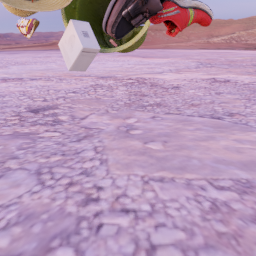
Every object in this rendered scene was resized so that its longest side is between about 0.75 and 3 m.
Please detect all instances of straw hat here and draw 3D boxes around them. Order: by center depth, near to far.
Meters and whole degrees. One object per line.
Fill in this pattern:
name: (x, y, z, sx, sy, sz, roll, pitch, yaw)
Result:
straw hat: (-2.716, -3.509, 7.309, 2.474, 2.474, 1.047, -11, -22, -30)

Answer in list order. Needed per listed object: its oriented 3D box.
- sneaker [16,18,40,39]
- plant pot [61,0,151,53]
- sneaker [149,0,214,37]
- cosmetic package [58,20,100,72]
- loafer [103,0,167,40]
sneaker: (-3.465, -3.473, 9.516, 0.642, 0.534, 1.424, 34, -16, -25)
plant pot: (-0.344, -3.697, 9.442, 2.883, 2.883, 2.738, 4, 4, 12)
sneaker: (1.270, -2.715, 6.929, 2.185, 0.928, 0.841, -4, 24, -40)
cosmetic package: (-1.359, -2.234, 7.704, 0.598, 0.969, 0.973, -7, -24, -41)
loafer: (0.558, -2.740, 5.449, 0.832, 2.643, 0.950, 47, 18, 15)
